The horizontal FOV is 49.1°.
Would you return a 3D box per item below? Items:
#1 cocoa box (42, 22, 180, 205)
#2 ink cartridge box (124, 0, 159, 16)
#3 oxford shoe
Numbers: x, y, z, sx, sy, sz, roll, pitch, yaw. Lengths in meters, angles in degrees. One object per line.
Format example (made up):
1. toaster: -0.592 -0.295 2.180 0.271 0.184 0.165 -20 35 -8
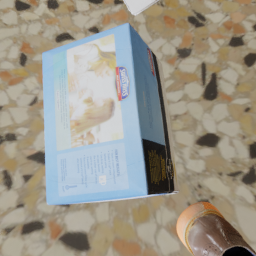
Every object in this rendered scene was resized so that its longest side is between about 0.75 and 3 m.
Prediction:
1. cocoa box: -0.308 -0.085 5.497 1.953 1.921 2.928 -12 76 23
2. ink cartridge box: -0.166 -4.600 7.186 1.214 2.086 2.864 -28 48 14
3. oxford shoe: 1.859 2.487 4.605 1.035 1.059 2.904 -43 114 -2
